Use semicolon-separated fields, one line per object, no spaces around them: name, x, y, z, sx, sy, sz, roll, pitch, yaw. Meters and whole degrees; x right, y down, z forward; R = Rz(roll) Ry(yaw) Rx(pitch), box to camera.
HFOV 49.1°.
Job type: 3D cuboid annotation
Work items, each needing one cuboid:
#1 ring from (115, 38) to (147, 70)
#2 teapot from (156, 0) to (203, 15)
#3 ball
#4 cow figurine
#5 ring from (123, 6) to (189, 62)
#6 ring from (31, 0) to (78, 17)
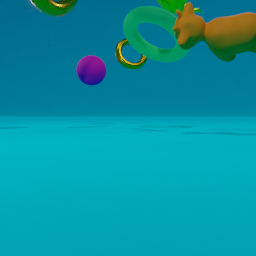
ring;0.131;-2.793;10.532;1.278;1.278;0.256;-1;-14;-18
teapot;1.120;-3.216;6.654;0.788;1.609;1.000;-34;16;32
ball;-1.310;-2.055;10.036;1.055;1.055;1.055;0;3;0
cow figurine;1.323;-1.410;4.091;1.186;0.661;1.205;15;-6;-36
ring;0.673;-2.184;6.691;1.698;0.340;1.698;23;-17;8
ring;-1.624;-3.380;6.149;0.351;1.756;1.756;15;9;26
